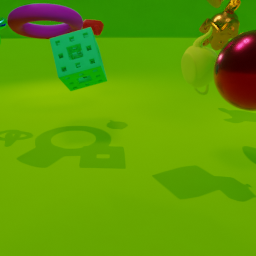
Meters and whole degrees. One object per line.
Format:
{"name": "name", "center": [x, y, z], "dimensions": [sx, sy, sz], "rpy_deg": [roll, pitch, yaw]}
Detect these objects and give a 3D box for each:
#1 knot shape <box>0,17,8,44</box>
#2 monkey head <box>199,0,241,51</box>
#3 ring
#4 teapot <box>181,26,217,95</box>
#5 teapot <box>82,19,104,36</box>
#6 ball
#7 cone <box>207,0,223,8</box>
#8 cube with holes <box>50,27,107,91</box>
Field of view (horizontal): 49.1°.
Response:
{"name": "knot shape", "center": [-3.744, -2.655, 7.679], "dimensions": [0.544, 1.101, 1.177], "rpy_deg": [31, -28, -11]}
{"name": "monkey head", "center": [2.964, -3.385, 9.346], "dimensions": [1.391, 1.934, 1.165], "rpy_deg": [17, 46, -21]}
{"name": "ring", "center": [-2.183, -2.805, 7.503], "dimensions": [1.944, 0.389, 1.944], "rpy_deg": [-4, 2, 0]}
{"name": "teapot", "center": [1.385, -1.199, 5.212], "dimensions": [0.622, 1.271, 0.790], "rpy_deg": [-14, 28, -11]}
{"name": "teapot", "center": [-1.065, -3.022, 8.546], "dimensions": [0.665, 0.523, 1.069], "rpy_deg": [-5, 23, -23]}
{"name": "ball", "center": [1.400, -0.627, 3.095], "dimensions": [0.878, 0.878, 0.878], "rpy_deg": [0, 20, 0]}
{"name": "cone", "center": [2.287, -3.559, 6.547], "dimensions": [1.005, 1.001, 1.001], "rpy_deg": [-34, 18, 8]}
{"name": "cube with holes", "center": [-1.104, -1.541, 6.456], "dimensions": [0.940, 0.940, 0.940], "rpy_deg": [-15, -11, 2]}
